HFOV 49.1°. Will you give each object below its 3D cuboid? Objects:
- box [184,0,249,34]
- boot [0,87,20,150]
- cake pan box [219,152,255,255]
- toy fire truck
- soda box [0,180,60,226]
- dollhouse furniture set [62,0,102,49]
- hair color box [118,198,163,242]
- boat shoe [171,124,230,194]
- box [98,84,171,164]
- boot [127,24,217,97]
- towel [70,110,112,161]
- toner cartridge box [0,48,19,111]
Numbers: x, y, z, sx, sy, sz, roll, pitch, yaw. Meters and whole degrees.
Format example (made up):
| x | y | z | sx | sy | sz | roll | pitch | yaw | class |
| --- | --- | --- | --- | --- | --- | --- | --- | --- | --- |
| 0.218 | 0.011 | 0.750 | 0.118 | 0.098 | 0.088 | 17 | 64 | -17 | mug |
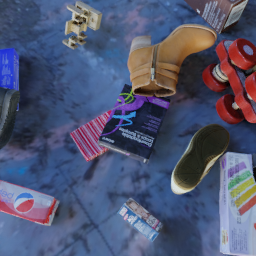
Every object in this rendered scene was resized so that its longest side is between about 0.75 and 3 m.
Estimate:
| x | y | z | sx | sy | sz | roll | pitch | yaw | class |
| --- | --- | --- | --- | --- | --- | --- | --- | --- | --- |
| 2.662 | -4.597 | 9.287 | 0.994 | 1.328 | 2.652 | -32 | 71 | -12 | box |
| -4.208 | -0.538 | 7.709 | 2.138 | 0.702 | 1.762 | 18 | 95 | 4 | boot |
| 3.565 | 1.911 | 7.011 | 2.379 | 0.676 | 2.583 | 8 | 68 | 1 | cake pan box |
| 3.618 | -1.336 | 8.071 | 2.220 | 1.482 | 2.644 | -4 | 66 | -28 | toy fire truck |
| -2.819 | 1.820 | 7.050 | 2.008 | 0.637 | 0.703 | 15 | 69 | 6 | soda box |
| -1.619 | -3.434 | 8.927 | 0.910 | 1.201 | 1.370 | 33 | 45 | 11 | dollhouse furniture set |
| 0.316 | 2.238 | 6.894 | 1.064 | 0.532 | 0.322 | 36 | 105 | 13 | hair color box |
| 1.844 | 0.780 | 7.393 | 0.880 | 0.789 | 2.378 | 40 | 59 | 16 | boat shoe |
| 0.210 | -0.172 | 7.875 | 1.462 | 0.369 | 2.045 | 20 | 64 | 5 | box |
| 1.341 | -1.905 | 8.247 | 2.711 | 0.999 | 2.097 | -8 | 56 | 13 | boot |
| -0.802 | 0.183 | 7.979 | 1.412 | 0.159 | 1.021 | -31 | 70 | -12 | towel |
| -3.855 | -1.438 | 8.481 | 0.955 | 0.434 | 2.012 | -8 | 68 | -1 | toner cartridge box |
